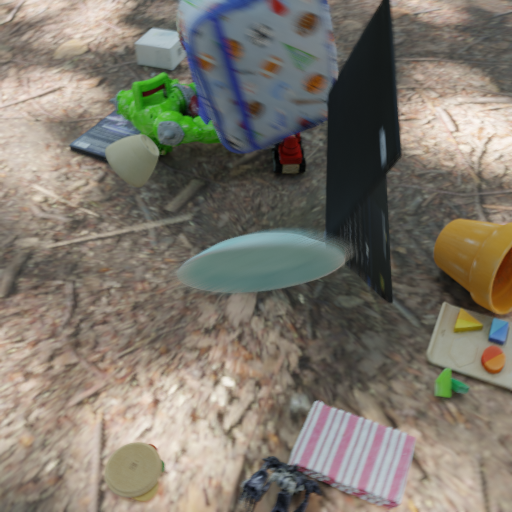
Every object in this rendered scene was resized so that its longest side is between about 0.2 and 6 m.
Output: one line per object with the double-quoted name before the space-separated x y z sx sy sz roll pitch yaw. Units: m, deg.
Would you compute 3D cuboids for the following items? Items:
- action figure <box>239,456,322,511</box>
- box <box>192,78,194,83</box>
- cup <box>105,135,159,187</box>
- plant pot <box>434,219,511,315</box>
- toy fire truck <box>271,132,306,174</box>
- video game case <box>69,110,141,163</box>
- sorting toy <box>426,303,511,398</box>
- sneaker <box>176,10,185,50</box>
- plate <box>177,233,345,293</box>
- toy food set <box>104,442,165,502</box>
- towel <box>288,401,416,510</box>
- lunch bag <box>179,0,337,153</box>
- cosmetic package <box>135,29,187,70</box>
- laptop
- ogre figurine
"action figure" 0.255 3.051 7.153 0.937 1.576 0.804 31 88 21
"box" -1.162 -5.015 15.672 1.199 0.449 0.600 4 45 2
"cup" -1.577 -1.322 7.416 0.485 0.678 0.678 -36 42 20
"plant pot" 4.033 0.028 9.947 1.569 1.569 1.436 -27 36 -24
"toy fire truck" 0.619 -2.777 12.640 0.975 1.515 1.333 -1 45 -2
"video game case" -3.280 -3.021 13.829 1.576 0.209 2.206 19 47 18
"sorting toy" 3.562 1.632 9.069 1.479 0.294 2.000 19 47 18
"sneaker" -1.301 -5.021 12.603 0.884 2.272 0.933 -27 81 8
"plate" 0.058 0.074 7.216 2.151 2.151 0.275 -4 72 -4
"toy food set" -1.690 2.969 7.793 0.817 0.199 0.808 7 45 7
"towel" 1.377 2.759 7.944 1.582 0.237 1.158 17 44 16
"lunch bag" 0.069 -3.381 10.129 2.635 3.289 1.243 -21 53 -1
"cosmetic package" -2.799 -6.144 16.621 1.142 0.702 1.139 12 46 14
"laptop" 1.905 -1.344 8.137 1.670 3.233 2.866 -16 53 33
"ogre figurine" -1.876 -3.373 13.090 2.223 1.819 3.708 -19 59 -34
